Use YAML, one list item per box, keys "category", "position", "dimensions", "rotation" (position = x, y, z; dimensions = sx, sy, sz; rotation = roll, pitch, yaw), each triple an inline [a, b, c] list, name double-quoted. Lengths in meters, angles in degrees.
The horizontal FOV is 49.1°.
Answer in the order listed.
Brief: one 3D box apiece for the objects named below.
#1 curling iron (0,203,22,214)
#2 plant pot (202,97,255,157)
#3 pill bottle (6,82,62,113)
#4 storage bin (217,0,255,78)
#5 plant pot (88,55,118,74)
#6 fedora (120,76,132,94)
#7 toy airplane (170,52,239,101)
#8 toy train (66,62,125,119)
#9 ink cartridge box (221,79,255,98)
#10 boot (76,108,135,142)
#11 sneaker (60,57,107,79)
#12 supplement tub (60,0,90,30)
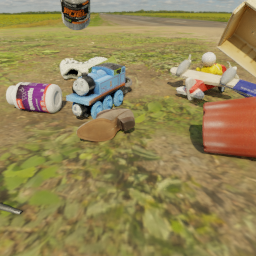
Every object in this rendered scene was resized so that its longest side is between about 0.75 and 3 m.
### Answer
- category: "curling iron"
  position: [-2.793, 1.592, 5.974]
  dimensions: [1.304, 0.167, 0.323]
  rotation: [11, 27, 23]
- category: "plant pot"
  position: [3.045, -0.028, 7.697]
  dimensions: [1.864, 1.917, 1.917]
  rotation: [0, 24, 19]
- category: "pill bottle"
  position: [-3.643, -1.200, 10.890]
  dimensions: [1.962, 1.103, 1.103]
  rotation: [5, 25, 12]
- category: "storage bin"
  position: [3.355, -2.311, 7.311]
  dimensions: [0.736, 1.559, 1.571]
  rotation: [-42, 75, -12]
- category: "plant pot"
  position: [-1.228, -2.741, 14.165]
  dimensions: [1.425, 1.500, 1.500]
  rotation: [-19, 28, -8]
- category: "fedora"
  position: [-0.548, -2.013, 13.131]
  dimensions: [1.550, 0.700, 1.371]
  rotation: [20, 32, 21]
- category: "toy airplane"
  position: [3.371, -2.359, 12.431]
  dimensions: [2.733, 1.929, 2.721]
  rotation: [1, 26, 1]
- category: "toy train"
  position: [-1.152, -1.483, 10.795]
  dimensions: [1.283, 1.692, 2.961]
  rotation: [13, 28, 25]
- category: "ink cartridge box"
  position: [5.042, -0.881, 9.440]
  dimensions: [2.803, 0.659, 2.770]
  rotation: [20, 13, -33]
- category: "boot"
  position: [-0.785, -0.196, 9.343]
  dimensions: [2.139, 0.751, 1.564]
  rotation: [-8, 20, -19]
- category: "sneaker"
  position: [-2.240, -3.176, 15.448]
  dimensions: [2.992, 1.124, 1.213]
  rotation: [-7, 37, -6]
- category: "supplement tub"
  position: [-1.746, -4.166, 9.331]
  dimensions: [0.996, 1.626, 0.996]
  rotation: [3, 67, -6]
